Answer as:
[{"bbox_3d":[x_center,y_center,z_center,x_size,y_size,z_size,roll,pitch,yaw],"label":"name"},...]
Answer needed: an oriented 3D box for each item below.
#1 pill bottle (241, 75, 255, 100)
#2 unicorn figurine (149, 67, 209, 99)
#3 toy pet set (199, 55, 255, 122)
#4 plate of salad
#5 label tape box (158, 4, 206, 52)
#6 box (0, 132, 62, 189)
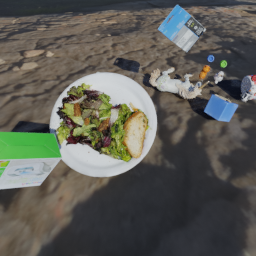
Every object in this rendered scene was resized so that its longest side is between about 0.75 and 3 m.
[{"bbox_3d":[4.402,-1.340,8.885,1.368,0.768,0.768,-6,34,-6],"label":"pill bottle"},{"bbox_3d":[1.768,-1.492,9.581,2.241,0.828,1.539,3,33,25],"label":"unicorn figurine"},{"bbox_3d":[2.718,-1.030,7.884,1.590,1.484,0.844,23,22,0],"label":"toy pet set"},{"bbox_3d":[-0.604,-0.156,6.449,2.533,0.608,2.533,-1,77,5],"label":"plate of salad"},{"bbox_3d":[1.280,-2.328,6.620,0.975,0.698,0.322,17,32,-44],"label":"label tape box"},{"bbox_3d":[-2.080,0.612,5.210,1.250,1.103,0.604,4,50,-44],"label":"box"}]
